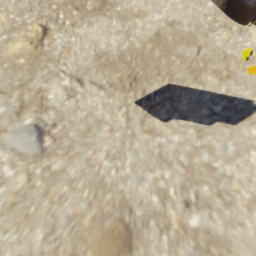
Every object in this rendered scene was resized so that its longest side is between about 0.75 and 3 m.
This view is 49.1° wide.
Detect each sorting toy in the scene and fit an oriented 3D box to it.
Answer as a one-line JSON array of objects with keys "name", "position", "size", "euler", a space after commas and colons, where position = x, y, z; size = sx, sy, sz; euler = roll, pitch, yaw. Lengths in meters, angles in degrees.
[{"name": "sorting toy", "position": [2.622, -1.495, 5.098], "size": [0.208, 1.556, 1.160], "euler": [-30, 95, -11]}]

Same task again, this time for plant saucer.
[{"name": "plant saucer", "position": [1.448, -2.989, 4.758], "size": [2.696, 0.432, 2.696], "euler": [23, 52, -32]}]
